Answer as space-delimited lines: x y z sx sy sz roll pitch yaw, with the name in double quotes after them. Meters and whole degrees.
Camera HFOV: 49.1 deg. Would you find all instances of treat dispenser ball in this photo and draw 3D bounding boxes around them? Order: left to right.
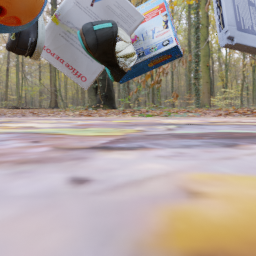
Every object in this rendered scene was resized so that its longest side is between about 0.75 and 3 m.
-2.327 -2.621 4.957 1.820 1.820 1.820 0 3 0 "treat dispenser ball"

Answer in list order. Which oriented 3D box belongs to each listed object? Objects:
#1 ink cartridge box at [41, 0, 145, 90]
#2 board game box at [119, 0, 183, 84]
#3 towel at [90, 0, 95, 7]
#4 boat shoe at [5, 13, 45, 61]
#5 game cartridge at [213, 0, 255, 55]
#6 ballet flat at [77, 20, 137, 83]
-1.251 -3.103 8.921 2.083 2.839 2.073 37 16 -19 "ink cartridge box"
0.479 -3.241 10.285 2.559 2.506 0.715 -20 -29 22 "board game box"
-0.744 -3.471 7.058 0.086 0.541 0.752 25 -20 -15 "towel"
-2.504 -2.920 6.778 0.795 2.640 0.941 7 -25 -35 "boat shoe"
3.401 -3.374 8.279 1.739 2.613 0.534 5 -19 -15 "game cartridge"
-0.305 -1.769 6.804 0.965 0.959 2.821 -22 -5 7 "ballet flat"
